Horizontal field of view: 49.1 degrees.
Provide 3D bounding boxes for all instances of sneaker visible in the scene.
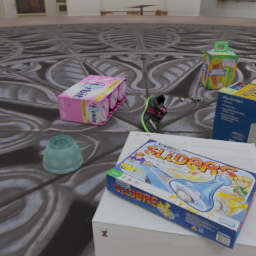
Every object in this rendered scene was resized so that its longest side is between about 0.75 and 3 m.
[{"bbox_3d":[0.873,-0.460,8.937,0.688,0.631,1.643,-23,45,39],"label":"sneaker"}]

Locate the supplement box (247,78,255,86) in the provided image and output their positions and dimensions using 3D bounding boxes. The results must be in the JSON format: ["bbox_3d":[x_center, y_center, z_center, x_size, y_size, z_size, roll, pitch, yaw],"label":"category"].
[{"bbox_3d":[5.398,-1.252,10.525,1.427,1.107,2.585,21,34,35],"label":"supplement box"}]

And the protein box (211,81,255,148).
[{"bbox_3d":[3.396,-0.177,7.750,1.704,1.716,1.158,22,34,36],"label":"protein box"}]

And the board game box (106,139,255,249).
[{"bbox_3d":[0.711,0.713,3.642,1.669,0.288,1.130,17,32,30],"label":"board game box"}]

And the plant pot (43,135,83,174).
[{"bbox_3d":[-1.725,0.610,7.347,1.043,0.699,1.043,0,26,0],"label":"plant pot"}]

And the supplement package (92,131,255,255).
[{"bbox_3d":[0.901,1.435,4.530,2.297,1.766,2.402,6,28,11],"label":"supplement package"}]

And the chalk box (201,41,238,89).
[{"bbox_3d":[4.152,-2.891,12.767,1.239,1.991,1.233,0,27,0],"label":"chalk box"}]

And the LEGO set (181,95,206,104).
[{"bbox_3d":[2.653,-1.219,11.382,1.004,0.285,0.652,-6,28,-12],"label":"LEGO set"}]

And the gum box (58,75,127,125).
[{"bbox_3d":[-1.189,-1.170,10.541,1.597,0.931,2.814,8,28,16],"label":"gum box"}]
